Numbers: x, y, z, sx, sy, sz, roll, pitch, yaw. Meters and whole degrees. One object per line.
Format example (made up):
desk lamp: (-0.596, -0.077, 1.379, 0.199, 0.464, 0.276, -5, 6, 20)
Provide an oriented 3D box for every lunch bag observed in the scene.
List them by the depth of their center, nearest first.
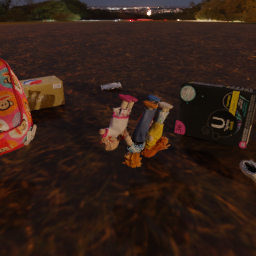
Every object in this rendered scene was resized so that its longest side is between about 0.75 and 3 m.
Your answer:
lunch bag: (-3.696, -0.119, 6.396, 2.831, 1.160, 2.494, -20, 68, -10)

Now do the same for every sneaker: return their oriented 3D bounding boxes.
sneaker: (2.691, 0.857, 6.180, 0.367, 0.576, 0.996, -41, 20, 7)

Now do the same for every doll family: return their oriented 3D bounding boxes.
doll family: (0.369, 0.115, 6.489, 1.090, 1.501, 2.419, 27, 16, 23)

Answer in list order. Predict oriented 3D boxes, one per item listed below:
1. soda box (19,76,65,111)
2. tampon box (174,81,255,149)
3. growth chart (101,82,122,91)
soda box: (-3.900, -1.155, 10.205, 2.939, 0.941, 0.996, -14, 29, -27)
tampon box: (2.517, -0.469, 7.985, 1.979, 1.483, 1.249, 13, 17, 24)
growth chart: (-0.760, -1.864, 12.544, 0.947, 0.084, 0.685, -9, 31, 0)
